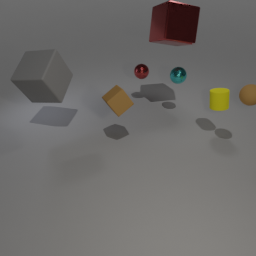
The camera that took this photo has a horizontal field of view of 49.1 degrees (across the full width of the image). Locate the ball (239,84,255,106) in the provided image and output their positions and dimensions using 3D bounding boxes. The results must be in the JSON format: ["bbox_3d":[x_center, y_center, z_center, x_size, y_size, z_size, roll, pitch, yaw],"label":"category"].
[{"bbox_3d":[4.007,-1.081,9.157,0.700,0.700,0.700,0,32,0],"label":"ball"}]

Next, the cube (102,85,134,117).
[{"bbox_3d":[-0.357,-0.944,9.629,0.700,0.700,0.700,-40,29,-2],"label":"cube"}]

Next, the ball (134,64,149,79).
[{"bbox_3d":[0.622,-2.606,12.909,0.700,0.700,0.700,0,32,0],"label":"ball"}]

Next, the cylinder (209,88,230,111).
[{"bbox_3d":[3.403,-1.072,10.436,0.700,0.700,0.700,-5,22,2],"label":"cylinder"}]

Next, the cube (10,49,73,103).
[{"bbox_3d":[-3.120,-1.882,10.339,1.400,1.400,1.400,3,60,21],"label":"cube"}]

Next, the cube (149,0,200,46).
[{"bbox_3d":[1.809,-4.083,11.122,1.400,1.400,1.400,1,12,-22],"label":"cube"}]

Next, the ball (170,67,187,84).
[{"bbox_3d":[2.085,-2.183,11.621,0.700,0.700,0.700,0,32,0],"label":"ball"}]
